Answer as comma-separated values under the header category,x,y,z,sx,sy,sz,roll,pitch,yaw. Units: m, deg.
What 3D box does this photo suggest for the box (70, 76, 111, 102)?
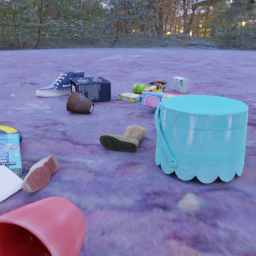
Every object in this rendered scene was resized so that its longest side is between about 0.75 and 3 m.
category,x,y,z,sx,sy,sz,roll,pitch,yaw
box,-1.959,-2.010,14.542,1.760,1.034,1.731,-8,22,-20

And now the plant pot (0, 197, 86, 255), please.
category,x,y,z,sx,sy,sz,roll,pitch,yaw
plant pot,-1.307,1.712,4.132,1.404,1.404,1.242,5,11,14

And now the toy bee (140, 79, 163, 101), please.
category,x,y,z,sx,sy,sz,roll,pitch,yaw
toy bee,1.378,-2.018,14.654,1.214,1.008,1.855,9,22,27

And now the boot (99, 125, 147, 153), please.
category,x,y,z,sx,sy,sz,roll,pitch,yaw
boot,-0.127,0.280,9.189,1.285,0.485,1.467,16,24,7

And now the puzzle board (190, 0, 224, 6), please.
category,x,y,z,sx,sy,sz,roll,pitch,yaw
puzzle board,3.183,-4.534,9.707,1.676,0.146,1.263,-1,16,40

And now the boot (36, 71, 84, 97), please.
category,x,y,z,sx,sy,sz,roll,pitch,yaw
boot,-3.733,-2.507,15.579,2.781,1.256,1.012,-11,23,-27

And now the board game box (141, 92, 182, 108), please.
category,x,y,z,sx,sy,sz,roll,pitch,yaw
board game box,2.314,-1.083,12.174,2.769,0.558,2.119,16,15,36

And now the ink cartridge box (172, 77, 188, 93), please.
category,x,y,z,sx,sy,sz,roll,pitch,yaw
ink cartridge box,3.050,-2.554,16.441,0.433,0.764,1.043,-7,22,-22

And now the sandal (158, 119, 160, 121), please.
category,x,y,z,sx,sy,sz,roll,pitch,yaw
sandal,1.582,-0.453,10.682,0.733,0.803,1.845,12,25,23

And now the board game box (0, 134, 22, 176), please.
category,x,y,z,sx,sy,sz,roll,pitch,yaw
board game box,-3.388,0.698,7.378,1.017,0.316,1.347,0,40,-25

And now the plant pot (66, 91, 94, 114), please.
category,x,y,z,sx,sy,sz,roll,pitch,yaw
plant pot,-2.026,-1.006,12.239,1.006,0.940,0.940,20,24,10

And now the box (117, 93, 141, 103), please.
category,x,y,z,sx,sy,sz,roll,pitch,yaw
box,0.067,-1.605,14.555,1.213,0.293,0.712,14,24,38

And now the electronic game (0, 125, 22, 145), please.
category,x,y,z,sx,sy,sz,roll,pitch,yaw
electronic game,-4.714,0.446,8.486,2.846,0.592,2.846,1,20,0

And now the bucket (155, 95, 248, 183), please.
category,x,y,z,sx,sy,sz,roll,pitch,yaw
bucket,1.967,0.136,7.649,2.630,1.711,2.630,0,17,0

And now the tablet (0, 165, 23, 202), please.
category,x,y,z,sx,sy,sz,roll,pitch,yaw
tablet,-3.055,1.344,6.275,0.833,0.087,1.280,33,34,15

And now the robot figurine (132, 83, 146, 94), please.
category,x,y,z,sx,sy,sz,roll,pitch,yaw
robot figurine,0.655,-2.210,15.819,0.942,0.545,0.826,10,0,27

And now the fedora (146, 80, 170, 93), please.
category,x,y,z,sx,sy,sz,roll,pitch,yaw
fedora,1.664,-2.214,15.672,1.278,0.652,1.445,8,24,23

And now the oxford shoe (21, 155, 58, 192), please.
category,x,y,z,sx,sy,sz,roll,pitch,yaw
oxford shoe,-2.231,1.172,6.904,0.517,0.496,1.401,-19,13,20
